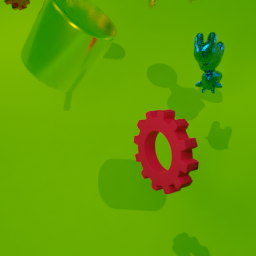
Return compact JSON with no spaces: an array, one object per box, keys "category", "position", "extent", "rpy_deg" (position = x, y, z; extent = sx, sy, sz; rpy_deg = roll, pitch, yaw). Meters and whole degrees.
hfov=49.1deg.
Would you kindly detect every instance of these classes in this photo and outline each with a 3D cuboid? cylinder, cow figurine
[{"category":"cylinder","position":[-1.145,-1.655,5.401],"extent":[1.383,1.383,1.383],"rpy_deg":[27,36,-22]},{"category":"cow figurine","position":[2.038,-1.607,7.137],"extent":[0.731,1.331,1.310],"rpy_deg":[9,88,33]}]

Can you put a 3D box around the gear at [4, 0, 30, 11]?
[{"category":"gear","position":[-3.040,-3.734,7.402],"extent":[0.212,1.144,1.144],"rpy_deg":[-8,59,18]}]

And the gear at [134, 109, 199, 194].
[{"category":"gear","position":[0.574,0.381,4.625],"extent":[0.251,1.359,1.359],"rpy_deg":[-8,58,-32]}]

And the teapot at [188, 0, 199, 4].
[{"category":"teapot","position":[1.783,-3.873,7.412],"extent":[0.819,1.317,0.645],"rpy_deg":[13,60,10]}]

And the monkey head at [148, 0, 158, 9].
[{"category":"monkey head","position":[0.624,-3.811,7.117],"extent":[1.198,1.430,1.988],"rpy_deg":[-7,81,-27]}]
